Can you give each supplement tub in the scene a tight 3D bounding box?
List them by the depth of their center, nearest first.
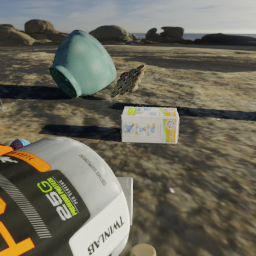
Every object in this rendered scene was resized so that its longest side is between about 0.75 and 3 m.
[{"bbox_3d":[-1.336,1.211,2.356,1.655,1.655,2.701,12,23,31],"label":"supplement tub"}]

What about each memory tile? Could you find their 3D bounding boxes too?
[{"bbox_3d":[0.007,-1.918,11.387,1.321,0.145,1.724,-12,39,33],"label":"memory tile"}]

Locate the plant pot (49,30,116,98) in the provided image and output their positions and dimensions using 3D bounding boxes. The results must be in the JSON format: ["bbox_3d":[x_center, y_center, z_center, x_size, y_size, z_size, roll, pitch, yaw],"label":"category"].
[{"bbox_3d":[-2.021,-2.333,11.341,1.758,2.623,2.623,-46,40,-21],"label":"plant pot"}]

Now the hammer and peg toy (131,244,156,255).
[{"bbox_3d":[0.560,1.770,2.415,1.634,0.576,1.202,13,25,32],"label":"hammer and peg toy"}]

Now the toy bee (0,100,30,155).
[{"bbox_3d":[-2.246,0.691,4.799,1.667,1.384,2.547,25,21,-30],"label":"toy bee"}]

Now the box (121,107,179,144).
[{"bbox_3d":[0.571,-0.088,7.273,1.423,0.721,0.800,2,21,5],"label":"box"}]

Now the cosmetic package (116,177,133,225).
[{"bbox_3d":[-0.527,1.101,4.309,1.223,0.551,0.653,-3,17,0],"label":"cosmetic package"}]
